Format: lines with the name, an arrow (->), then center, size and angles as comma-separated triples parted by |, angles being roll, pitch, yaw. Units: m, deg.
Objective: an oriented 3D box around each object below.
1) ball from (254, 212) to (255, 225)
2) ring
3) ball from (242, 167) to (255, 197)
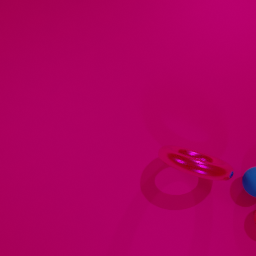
ball -> 3.500, 2.257, 6.884 | 0.735, 0.735, 0.735 | 0, 68, 0
ring -> 1.652, 0.836, 6.916 | 1.863, 1.863, 0.373 | 15, 96, 6
ball -> 3.316, 1.374, 7.116 | 0.774, 0.774, 0.774 | 0, 68, 0
